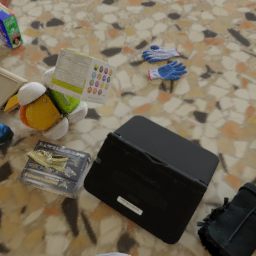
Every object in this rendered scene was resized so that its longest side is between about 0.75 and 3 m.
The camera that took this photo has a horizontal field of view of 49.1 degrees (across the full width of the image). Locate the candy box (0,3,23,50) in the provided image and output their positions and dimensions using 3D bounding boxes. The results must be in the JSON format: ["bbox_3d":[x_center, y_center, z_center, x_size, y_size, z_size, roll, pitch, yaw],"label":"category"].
[{"bbox_3d":[-4.634,-3.843,10.329,1.245,1.472,0.567,38,67,10],"label":"candy box"}]

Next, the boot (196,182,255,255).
[{"bbox_3d":[3.090,2.653,6.718,2.018,0.911,2.463,-35,57,-22],"label":"boot"}]

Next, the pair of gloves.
[{"bbox_3d":[1.311,-2.443,10.316,1.448,0.205,1.801,-9,59,-6],"label":"pair of gloves"}]

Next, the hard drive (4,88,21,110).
[{"bbox_3d":[-3.875,-0.979,9.408,0.581,0.182,0.861,-4,58,-3],"label":"hard drive"}]

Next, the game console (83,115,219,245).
[{"bbox_3d":[0.711,1.249,7.965,2.951,1.718,2.595,28,92,17],"label":"game console"}]

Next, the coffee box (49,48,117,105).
[{"bbox_3d":[-1.229,-1.413,7.803,1.174,1.172,1.161,22,99,28],"label":"coffee box"}]

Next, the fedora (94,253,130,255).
[{"bbox_3d":[-0.297,3.393,5.956,2.264,2.002,1.022,10,29,14],"label":"fedora"}]

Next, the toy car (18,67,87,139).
[{"bbox_3d":[-2.389,-0.740,8.572,1.513,1.766,2.018,1,38,48],"label":"toy car"}]

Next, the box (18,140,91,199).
[{"bbox_3d":[-2.037,1.144,7.955,1.635,0.395,1.295,13,59,8],"label":"box"}]

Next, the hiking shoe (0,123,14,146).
[{"bbox_3d":[-4.542,-0.092,8.390,2.227,0.965,0.828,16,60,10],"label":"hiking shoe"}]

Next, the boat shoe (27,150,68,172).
[{"bbox_3d":[-1.916,0.727,6.776,0.468,1.282,0.403,23,80,31],"label":"boat shoe"}]

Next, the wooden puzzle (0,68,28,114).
[{"bbox_3d":[-4.443,-1.225,9.352,2.840,0.332,1.916,32,65,28],"label":"wooden puzzle"}]
